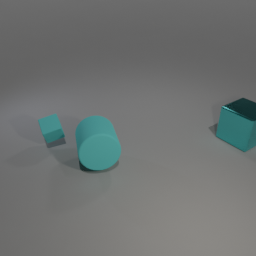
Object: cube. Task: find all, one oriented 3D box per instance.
[{"bbox_3d":[-2.828,0.017,10.381,0.700,0.700,0.700,-21,62,-11],"label":"cube"},{"bbox_3d":[4.527,-0.166,10.937,1.400,1.400,1.400,-21,37,-30],"label":"cube"}]

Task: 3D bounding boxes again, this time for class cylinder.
[{"bbox_3d":[-1.049,0.485,9.560,1.400,1.400,1.400,-7,30,-11],"label":"cylinder"}]
